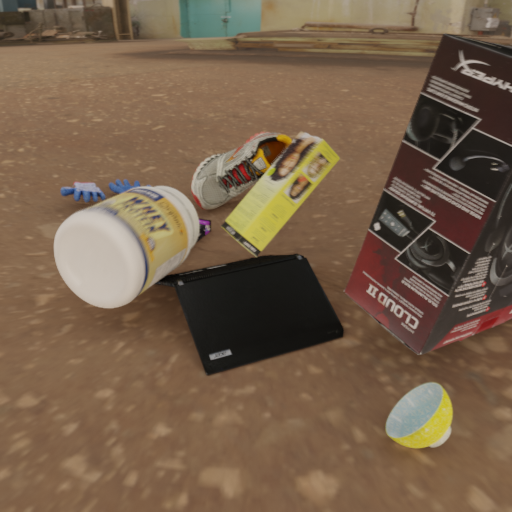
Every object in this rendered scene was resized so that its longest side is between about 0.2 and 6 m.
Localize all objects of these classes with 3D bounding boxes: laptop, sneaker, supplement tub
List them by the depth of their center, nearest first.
[{"bbox_3d":[-1.890,-0.234,8.615,1.468,1.468,2.033,11,25,20],"label":"supplement tub"},{"bbox_3d":[-0.237,0.774,8.842,2.202,1.283,2.484,-11,3,-22],"label":"laptop"},{"bbox_3d":[-0.305,-2.000,12.486,2.715,1.057,1.115,-40,22,-19],"label":"sneaker"}]

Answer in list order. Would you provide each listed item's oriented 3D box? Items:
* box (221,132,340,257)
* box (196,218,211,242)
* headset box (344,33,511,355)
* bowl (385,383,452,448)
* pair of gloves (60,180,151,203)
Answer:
[{"bbox_3d":[0.377,-1.039,9.255,2.124,0.532,0.799,-51,32,0],"label":"box"},{"bbox_3d":[-1.756,-0.397,10.982,1.149,0.290,1.608,12,28,21],"label":"box"},{"bbox_3d":[3.065,-0.609,7.400,2.910,3.910,1.510,-10,39,-37],"label":"headset box"},{"bbox_3d":[1.896,1.857,6.241,0.438,0.815,0.815,45,32,-5],"label":"bowl"},{"bbox_3d":[-3.382,-1.506,12.823,2.092,0.238,1.682,0,18,-21],"label":"pair of gloves"}]
